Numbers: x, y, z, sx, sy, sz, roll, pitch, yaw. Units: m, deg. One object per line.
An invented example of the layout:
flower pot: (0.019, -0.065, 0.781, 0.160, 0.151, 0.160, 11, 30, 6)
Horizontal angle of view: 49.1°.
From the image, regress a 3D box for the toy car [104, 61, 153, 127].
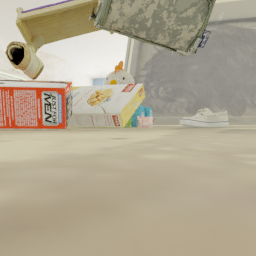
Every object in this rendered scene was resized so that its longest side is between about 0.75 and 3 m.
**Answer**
toy car: (-0.474, -1.482, 11.969, 2.656, 2.881, 2.548, 0, 1, 19)

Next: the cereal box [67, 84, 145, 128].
cereal box: (-1.123, -0.770, 9.126, 2.926, 0.578, 2.105, 0, 31, 23)

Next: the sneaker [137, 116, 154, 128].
sneaker: (0.545, -0.183, 8.865, 0.504, 0.363, 0.965, -3, 7, -5)

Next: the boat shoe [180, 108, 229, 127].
boat shoe: (2.978, -0.402, 10.800, 2.266, 0.745, 0.815, 0, 1, -22)

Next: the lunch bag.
lunch bag: (0.515, -2.453, 5.136, 2.172, 1.822, 1.514, 11, 11, -18)

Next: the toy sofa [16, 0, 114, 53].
toy sofa: (-1.673, -3.031, 7.637, 2.475, 1.208, 1.025, -12, -37, 4)

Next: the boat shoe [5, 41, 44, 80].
boat shoe: (-2.649, -1.810, 6.872, 1.758, 0.651, 0.584, 39, 3, 40)

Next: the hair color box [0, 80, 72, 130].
hair color box: (-2.504, -0.517, 5.539, 2.678, 0.856, 1.485, 1, 13, -8)

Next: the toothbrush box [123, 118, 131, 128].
toothbrush box: (-0.092, -0.392, 9.636, 0.327, 0.759, 0.553, -1, 0, -13)
